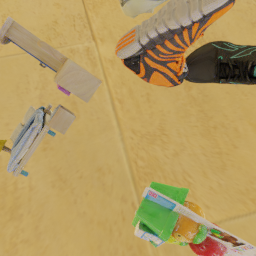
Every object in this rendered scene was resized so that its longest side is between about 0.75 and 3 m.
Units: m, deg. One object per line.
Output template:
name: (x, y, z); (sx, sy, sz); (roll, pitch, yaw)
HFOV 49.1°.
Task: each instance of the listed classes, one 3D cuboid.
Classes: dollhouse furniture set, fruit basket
dollhouse furniture set: (-2.312, -0.413, 5.715); (1.904, 2.755, 2.918); (33, 94, -20)
fruit basket: (1.106, 1.917, 5.005); (2.145, 1.987, 1.005); (32, 65, 12)

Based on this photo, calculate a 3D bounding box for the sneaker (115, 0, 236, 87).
sneaker: (1.147, -1.832, 5.964); (2.672, 1.497, 1.037); (-20, 45, 35)

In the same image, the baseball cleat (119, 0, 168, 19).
baseball cleat: (1.013, -4.094, 7.273); (2.998, 1.596, 1.046); (-37, 45, -15)

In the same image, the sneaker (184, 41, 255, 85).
sneaker: (2.618, -1.512, 6.550); (2.736, 1.031, 1.084); (-7, 26, 8)
